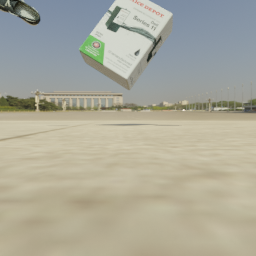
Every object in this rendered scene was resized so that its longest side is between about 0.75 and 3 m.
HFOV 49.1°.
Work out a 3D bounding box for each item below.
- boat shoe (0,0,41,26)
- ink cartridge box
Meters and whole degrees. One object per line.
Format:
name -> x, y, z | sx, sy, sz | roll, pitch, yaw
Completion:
boat shoe -> -3.088, -3.352, 7.690 | 1.438, 0.544, 0.434 | 20, -4, -25
ink cartridge box -> -0.016, -3.151, 9.969 | 2.093, 2.855, 1.186 | 33, -8, 11
